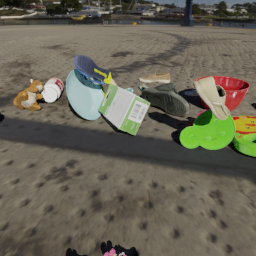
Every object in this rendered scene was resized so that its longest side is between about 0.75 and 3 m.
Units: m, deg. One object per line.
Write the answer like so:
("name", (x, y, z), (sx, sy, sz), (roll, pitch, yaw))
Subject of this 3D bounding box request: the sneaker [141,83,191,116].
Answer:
("sneaker", (1.937, -1.334, 12.157), (1.527, 1.019, 2.666), (-23, 28, -28))

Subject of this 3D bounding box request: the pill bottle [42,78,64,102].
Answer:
("pill bottle", (-3.597, -1.804, 13.353), (0.839, 0.839, 1.532), (-1, 25, -3))

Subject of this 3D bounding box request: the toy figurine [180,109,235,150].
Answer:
("toy figurine", (2.600, -0.027, 9.694), (1.777, 1.334, 1.635), (-22, 9, 10))

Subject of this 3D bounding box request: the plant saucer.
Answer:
("plant saucer", (-1.790, -1.304, 11.251), (0.410, 2.129, 2.129), (-17, 13, 35))

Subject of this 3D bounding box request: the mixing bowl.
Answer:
("mixing bowl", (3.975, -1.383, 12.058), (2.212, 1.198, 2.212), (0, 25, 0))

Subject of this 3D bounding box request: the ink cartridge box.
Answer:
("ink cartridge box", (-0.220, -0.776, 10.445), (0.715, 1.252, 2.412), (21, 9, -29))

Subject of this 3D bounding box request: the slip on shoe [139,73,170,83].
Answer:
("slip on shoe", (1.539, -2.917, 16.056), (1.769, 0.536, 0.673), (6, 26, 12))

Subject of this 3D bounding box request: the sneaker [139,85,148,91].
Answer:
("sneaker", (0.770, -2.087, 14.622), (0.303, 0.270, 0.757), (-14, 30, -36))

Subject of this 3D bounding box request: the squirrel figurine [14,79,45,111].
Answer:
("squirrel figurine", (-4.305, -1.477, 12.223), (1.423, 1.007, 1.328), (-15, 48, 35))

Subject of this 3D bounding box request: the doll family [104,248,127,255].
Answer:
("doll family", (-0.276, 2.611, 4.493), (0.942, 0.684, 1.518), (11, 9, 37))

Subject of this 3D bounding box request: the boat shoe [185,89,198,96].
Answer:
("boat shoe", (3.313, -1.798, 13.964), (0.952, 0.311, 0.350), (3, 26, 6))

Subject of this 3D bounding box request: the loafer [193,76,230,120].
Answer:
("loafer", (2.350, -0.769, 7.419), (0.562, 1.647, 0.623), (-32, 45, 26))

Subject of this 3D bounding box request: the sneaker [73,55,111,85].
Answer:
("sneaker", (-1.474, -2.142, 10.761), (0.767, 0.690, 1.865), (-2, -19, 38))

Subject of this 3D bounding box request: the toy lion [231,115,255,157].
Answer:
("toy lion", (4.245, 0.207, 9.332), (2.476, 0.887, 2.583), (7, 26, 30))

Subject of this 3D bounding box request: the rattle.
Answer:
("rattle", (-1.001, -1.288, 11.630), (1.647, 1.501, 2.306), (-8, 35, -43))
